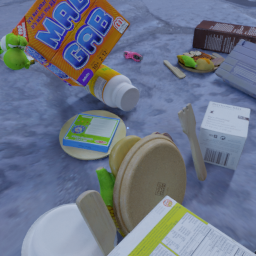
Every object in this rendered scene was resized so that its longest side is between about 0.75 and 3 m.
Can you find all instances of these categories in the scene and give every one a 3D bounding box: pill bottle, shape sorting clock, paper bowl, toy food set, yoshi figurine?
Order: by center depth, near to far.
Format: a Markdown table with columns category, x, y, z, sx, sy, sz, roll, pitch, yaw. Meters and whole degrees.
| category | x | y | z | sx | sy | sz | roll | pitch | yaw |
| --- | --- | --- | --- | --- | --- | --- | --- | --- | --- |
| paper bowl | -0.964 | 1.952 | 4.711 | 1.578 | 0.821 | 1.578 | 0 | 39 | 0 |
| yoshi figurine | -2.025 | -1.216 | 4.778 | 0.661 | 0.659 | 1.177 | -44 | 24 | -26 |
| toy food set | 0.351 | 0.995 | 5.120 | 0.599 | 2.061 | 2.985 | 6 | 33 | 45 |
| shape sorting clock | -0.931 | 0.153 | 7.435 | 1.767 | 0.347 | 1.767 | -1 | 41 | 1 |
| pill bottle | -0.532 | -1.268 | 8.741 | 1.035 | 1.035 | 1.864 | -27 | 46 | -31 |
| toy food set | 2.854 | -2.709 | 11.044 | 2.620 | 0.526 | 1.809 | -13 | 39 | -16 |

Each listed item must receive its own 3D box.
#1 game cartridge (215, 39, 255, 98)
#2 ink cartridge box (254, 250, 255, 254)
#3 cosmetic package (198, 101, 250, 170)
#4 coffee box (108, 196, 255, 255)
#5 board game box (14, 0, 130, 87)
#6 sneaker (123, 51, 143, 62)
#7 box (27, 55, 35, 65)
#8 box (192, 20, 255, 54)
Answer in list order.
| category | x | y | z | sx | sy | sz | roll | pitch | yaw |
| --- | --- | --- | --- | --- | --- | --- | --- | --- | --- |
| game cartridge | 4.286 | -1.891 | 9.336 | 0.467 | 1.578 | 2.435 | 24 | 15 | -46 |
| ink cartridge box | 2.592 | 2.134 | 4.956 | 0.462 | 0.217 | 0.984 | 31 | 47 | 33 |
| cosmetic package | 2.318 | 0.154 | 6.877 | 1.028 | 1.029 | 1.248 | 14 | 39 | 17 |
| coffee box | 0.613 | 2.219 | 3.762 | 1.505 | 1.519 | 1.522 | 28 | 46 | 32 |
| board game box | -1.394 | -2.215 | 6.589 | 1.779 | 1.779 | 1.780 | -55 | 23 | -6 |
| sneaker | 0.271 | -3.027 | 11.662 | 0.940 | 0.371 | 0.448 | 24 | 32 | 26 |
| box | -4.265 | -2.609 | 11.178 | 0.543 | 0.224 | 0.926 | 31 | 44 | 33 |
| box | 4.341 | -3.964 | 12.341 | 2.678 | 1.004 | 1.341 | 20 | 42 | 21 |
